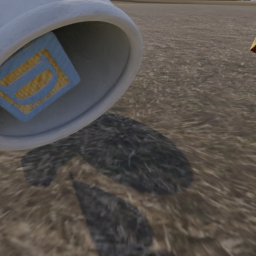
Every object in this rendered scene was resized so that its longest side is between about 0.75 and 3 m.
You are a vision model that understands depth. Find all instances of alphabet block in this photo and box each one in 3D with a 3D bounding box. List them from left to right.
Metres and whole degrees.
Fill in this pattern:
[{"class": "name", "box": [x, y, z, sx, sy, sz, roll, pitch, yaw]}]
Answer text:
[{"class": "alphabet block", "box": [-1.510, -0.948, 3.800, 1.099, 1.105, 1.125, -38, 66, -8]}]

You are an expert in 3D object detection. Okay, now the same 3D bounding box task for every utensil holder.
[{"class": "utensil holder", "box": [-1.608, -1.583, 4.175, 2.510, 2.510, 2.953, -22, 68, -35]}]

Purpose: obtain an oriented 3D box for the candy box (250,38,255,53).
[{"class": "candy box", "box": [3.466, -2.530, 6.146, 0.507, 1.048, 1.796, 31, 76, 1]}]
